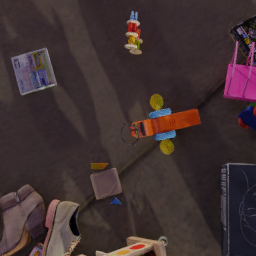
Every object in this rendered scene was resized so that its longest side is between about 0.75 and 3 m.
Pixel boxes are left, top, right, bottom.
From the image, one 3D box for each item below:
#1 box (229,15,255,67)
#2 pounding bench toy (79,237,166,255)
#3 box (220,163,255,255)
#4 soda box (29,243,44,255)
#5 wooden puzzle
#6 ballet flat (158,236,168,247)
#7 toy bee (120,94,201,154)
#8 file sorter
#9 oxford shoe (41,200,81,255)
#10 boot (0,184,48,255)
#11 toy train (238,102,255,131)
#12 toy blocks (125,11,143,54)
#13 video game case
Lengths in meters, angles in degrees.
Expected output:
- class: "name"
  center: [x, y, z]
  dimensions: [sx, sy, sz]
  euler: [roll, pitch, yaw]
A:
- class: "box"
  center: [4.502, -3.035, 9.689]
  dimensions: [1.293, 0.400, 1.620]
  euler: [-31, 82, -3]
- class: "pounding bench toy"
  center: [-0.252, 4.200, 7.971]
  dimensions: [2.101, 2.694, 1.674]
  euler: [-7, 81, -33]
- class: "box"
  center: [4.104, 2.430, 7.920]
  dimensions: [2.742, 1.699, 2.695]
  euler: [1, 80, 12]
- class: "soda box"
  center: [-2.940, 4.217, 8.491]
  dimensions: [0.459, 0.427, 1.343]
  euler: [32, 83, 5]
- class: "wooden puzzle"
  center: [-0.701, 1.781, 9.035]
  dimensions: [0.957, 0.166, 1.419]
  euler: [-10, 81, 3]
- class: "ballet flat"
  center: [0.857, 3.793, 8.612]
  dimensions: [0.346, 0.327, 1.027]
  euler: [37, 83, 6]
- class: "toy bee"
  center: [0.780, -0.166, 8.832]
  dimensions: [2.797, 1.520, 1.831]
  euler: [11, 81, -26]
- class: "file sorter"
  center: [4.196, -1.722, 8.582]
  dimensions: [2.086, 1.308, 1.450]
  euler: [11, 59, 15]
- class: "oxford shoe"
  center: [-1.931, 3.476, 8.299]
  dimensions: [0.951, 0.912, 2.576]
  euler: [-1, 81, 10]
- class: "boot"
  center: [-3.533, 2.885, 8.617]
  dimensions: [2.248, 0.789, 1.643]
  euler: [-31, 75, -3]
- class: "toy train"
  center: [4.970, -0.093, 8.969]
  dimensions: [2.528, 1.070, 1.463]
  euler: [41, 70, 6]
- class: "toy blocks"
  center: [0.233, -3.173, 9.360]
  dimensions: [0.422, 0.968, 1.162]
  euler: [5, 89, 18]
- class: "video game case"
  center: [-3.232, -1.949, 9.633]
  dimensions: [1.255, 0.152, 1.378]
  euler: [-17, 80, -3]
